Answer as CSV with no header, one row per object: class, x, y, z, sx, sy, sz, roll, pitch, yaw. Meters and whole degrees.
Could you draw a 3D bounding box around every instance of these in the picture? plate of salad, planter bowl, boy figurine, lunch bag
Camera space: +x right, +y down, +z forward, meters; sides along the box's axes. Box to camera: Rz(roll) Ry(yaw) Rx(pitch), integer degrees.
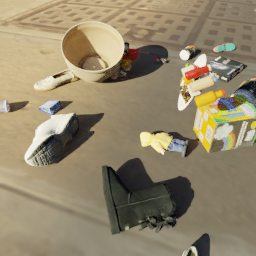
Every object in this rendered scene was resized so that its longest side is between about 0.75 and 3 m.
plate of salad,1.485,-1.132,6.837,0.349,1.452,1.452,21,40,-6
planter bowl,-1.621,-3.312,13.320,2.807,1.889,2.807,2,66,-3
boy figurine,1.241,0.567,9.961,1.742,0.561,1.083,11,35,15
lunch bag,-3.392,-0.934,12.016,0.836,0.393,0.629,13,43,30

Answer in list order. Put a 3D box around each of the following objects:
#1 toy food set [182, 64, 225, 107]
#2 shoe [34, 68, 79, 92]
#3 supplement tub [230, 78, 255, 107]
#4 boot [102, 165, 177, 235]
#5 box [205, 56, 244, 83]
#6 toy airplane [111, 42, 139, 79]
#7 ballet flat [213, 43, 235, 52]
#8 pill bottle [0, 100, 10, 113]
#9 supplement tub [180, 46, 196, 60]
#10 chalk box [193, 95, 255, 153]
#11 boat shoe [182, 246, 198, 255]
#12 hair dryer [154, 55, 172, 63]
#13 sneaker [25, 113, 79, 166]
toy food set,1.481,-0.960,5.670,0.551,0.584,1.224,-20,28,10
shoe,-3.473,-2.394,13.563,2.298,0.613,0.803,-25,45,-27
supplement tub,5.146,-1.408,11.970,1.087,1.087,1.774,28,47,30
boot,0.262,1.928,8.078,1.861,0.840,2.271,-10,47,-8
box,4.937,-3.091,14.591,1.492,0.405,1.862,31,48,32
toy airplane,-0.422,-3.444,14.526,1.943,1.371,1.935,-48,38,0
ballet flat,5.693,-4.779,16.695,1.381,0.477,0.491,-15,20,-17
pill bottle,-5.518,-0.862,11.742,0.937,0.533,0.533,-8,40,-8
supplement tub,3.428,-4.295,15.923,0.597,0.597,0.974,26,45,29
chalk box,3.806,-0.201,10.242,2.299,1.435,1.425,-8,40,-12
boat shoe,1.352,3.421,6.498,0.514,0.506,1.427,8,40,10
hair dryer,1.845,-3.826,15.696,1.041,0.283,0.793,33,32,29
sneaker,-2.815,0.389,10.018,1.228,1.050,2.820,4,31,18
